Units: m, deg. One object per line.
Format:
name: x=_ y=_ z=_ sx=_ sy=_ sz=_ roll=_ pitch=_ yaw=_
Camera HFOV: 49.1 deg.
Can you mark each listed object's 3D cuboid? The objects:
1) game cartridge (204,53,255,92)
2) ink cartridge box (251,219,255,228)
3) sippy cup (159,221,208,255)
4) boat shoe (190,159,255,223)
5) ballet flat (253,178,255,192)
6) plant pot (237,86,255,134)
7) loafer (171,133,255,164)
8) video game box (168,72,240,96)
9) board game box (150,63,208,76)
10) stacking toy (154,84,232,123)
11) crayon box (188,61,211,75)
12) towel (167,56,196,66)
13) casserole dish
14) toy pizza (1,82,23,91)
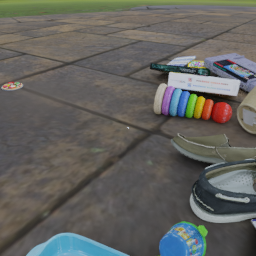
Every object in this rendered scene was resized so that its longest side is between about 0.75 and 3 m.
game cartridge: x=4.555 y=-2.193 z=10.935 sx=1.852 sy=0.548 sz=2.857 roll=-12 pitch=39 yaw=-28
ink cartridge box: x=3.127 y=1.982 z=3.696 sx=2.180 sy=0.443 sz=2.184 roll=-2 pitch=18 yaw=-4
sippy cup: x=0.742 y=1.681 z=3.990 sx=0.611 sy=0.779 sz=0.571 roll=16 pitch=0 yaw=32
boat shoe: x=2.553 y=1.017 z=5.010 sx=2.862 sy=0.863 sz=1.082 roll=-10 pitch=42 yaw=-13
ballet flat: x=2.399 y=1.118 z=4.429 sx=1.004 sy=0.338 sz=0.233 roll=36 pitch=35 yaw=1
plant pot: x=3.910 y=-0.628 z=7.520 sx=1.851 sy=1.733 sz=1.733 roll=-27 pitch=37 yaw=-16
loafer: x=1.944 y=0.434 z=6.155 sx=1.993 sy=0.694 sz=0.750 roll=17 pitch=8 yaw=18
video game box: x=2.567 y=-1.458 z=9.251 sx=2.069 sy=0.531 sz=2.271 roll=14 pitch=13 yaw=19
board game box: x=2.019 y=-2.274 z=11.046 sx=1.961 sy=0.276 sz=1.327 roll=14 pitch=11 yaw=30
stacking toy: x=1.911 y=-0.661 z=8.187 sx=2.189 sy=0.934 sz=0.934 roll=13 pitch=32 yaw=15
crayon box: x=3.084 y=-2.634 z=12.206 sx=0.955 sy=0.323 sz=1.106 roll=5 pitch=29 yaw=11
towel: x=2.313 y=-2.927 z=12.565 sx=1.048 sy=0.170 sz=1.427 roll=5 pitch=31 yaw=39
casserole dish: x=-0.546 y=2.119 z=3.680 sx=1.939 sy=0.376 sz=1.174 roll=13 pitch=32 yaw=21
toy pizza: x=-4.369 y=-1.598 z=10.561 sx=0.775 sy=0.123 sz=0.775 roll=0 pitch=29 yaw=0
